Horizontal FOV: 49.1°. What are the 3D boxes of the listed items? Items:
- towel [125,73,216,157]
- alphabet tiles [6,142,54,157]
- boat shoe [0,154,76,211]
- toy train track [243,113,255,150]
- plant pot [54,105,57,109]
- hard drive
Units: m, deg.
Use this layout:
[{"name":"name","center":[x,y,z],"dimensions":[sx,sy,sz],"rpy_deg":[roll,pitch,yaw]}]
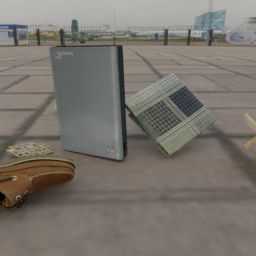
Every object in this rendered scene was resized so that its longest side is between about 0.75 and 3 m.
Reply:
[{"name":"towel","center":[0.926,-0.348,6.370],"dimensions":[1.714,0.296,1.650],"rpy_deg":[-31,73,-28]},{"name":"alphabet tiles","center":[-2.109,0.467,6.089],"dimensions":[0.758,0.029,0.910],"rpy_deg":[17,17,31]},{"name":"boat shoe","center":[-1.776,0.913,4.240],"dimensions":[2.071,0.745,0.704],"rpy_deg":[-5,49,-24]},{"name":"toy train track","center":[2.848,0.328,5.709],"dimensions":[1.466,0.416,2.556],"rpy_deg":[51,28,15]},{"name":"plant pot","center":[-1.858,-1.057,8.828],"dimensions":[0.933,0.857,0.933],"rpy_deg":[3,19,-1]},{"name":"hard drive","center":[-0.785,-0.533,5.715],"dimensions":[1.552,2.224,0.366],"rpy_deg":[7,21,26]}]
